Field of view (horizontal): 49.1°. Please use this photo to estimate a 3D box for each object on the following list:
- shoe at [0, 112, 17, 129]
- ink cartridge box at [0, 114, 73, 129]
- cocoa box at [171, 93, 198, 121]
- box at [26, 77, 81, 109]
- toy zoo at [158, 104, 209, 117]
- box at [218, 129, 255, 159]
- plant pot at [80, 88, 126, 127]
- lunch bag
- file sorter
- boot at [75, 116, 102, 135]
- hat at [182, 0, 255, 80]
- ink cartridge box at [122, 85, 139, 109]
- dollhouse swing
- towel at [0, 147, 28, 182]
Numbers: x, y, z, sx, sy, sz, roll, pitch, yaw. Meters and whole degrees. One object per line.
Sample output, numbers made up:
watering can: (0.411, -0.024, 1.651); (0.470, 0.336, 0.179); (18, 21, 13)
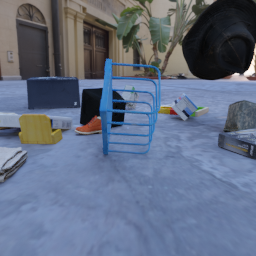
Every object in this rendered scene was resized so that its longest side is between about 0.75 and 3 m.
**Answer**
shoe: (-4.677, -0.351, 8.124); (2.954, 0.788, 1.033); (-3, 13, -30)
ink cartridge box: (-2.768, -0.180, 7.804); (1.799, 0.423, 1.778); (1, 1, 16)
cocoa box: (2.021, -0.785, 10.078); (0.658, 0.668, 1.002); (-43, 3, 14)
box: (-3.553, -1.754, 13.556); (2.306, 1.377, 2.345); (-3, 14, -13)
toy zoo: (2.095, -0.754, 11.585); (2.111, 0.216, 1.385); (7, 14, 31)
box: (2.886, 0.316, 6.257); (1.343, 0.325, 1.064); (-6, 13, -26)
plant pot: (-0.704, -0.576, 8.776); (1.162, 1.165, 1.034); (-11, 26, -42)
lunch bag: (2.936, -0.252, 7.395); (0.571, 0.796, 0.971); (14, -4, -11)
file sorter: (0.030, -0.324, 5.471); (1.014, 1.147, 1.652); (3, -30, -1)
boot: (-1.011, -0.088, 7.764); (0.960, 0.515, 0.360); (-6, 15, -21)
hat: (3.039, -2.290, 8.203); (2.827, 2.827, 1.140); (-5, 44, -21)
ink cartridge box: (0.111, -1.370, 12.396); (0.404, 0.701, 0.960); (13, -13, 23)
dollhouse swing: (-2.138, -0.022, 6.841); (0.860, 0.756, 0.781); (0, 12, 5)
towel: (-2.851, 0.605, 4.900); (1.903, 0.328, 1.261); (-1, 11, -3)
